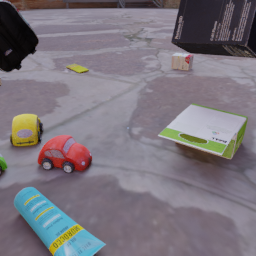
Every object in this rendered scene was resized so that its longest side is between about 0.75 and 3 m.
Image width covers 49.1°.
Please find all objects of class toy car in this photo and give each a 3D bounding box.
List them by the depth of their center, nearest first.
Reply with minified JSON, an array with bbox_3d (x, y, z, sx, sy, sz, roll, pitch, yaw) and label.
[{"bbox_3d":[-2.664,0.499,6.352,2.770,0.656,2.944,-24,36,-38],"label":"toy car"}]

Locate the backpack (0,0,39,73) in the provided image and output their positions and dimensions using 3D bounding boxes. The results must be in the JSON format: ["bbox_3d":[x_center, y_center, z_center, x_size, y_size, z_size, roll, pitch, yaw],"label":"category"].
[{"bbox_3d":[-2.607,-1.940,5.612,0.983,1.306,1.159,35,78,24],"label":"backpack"}]

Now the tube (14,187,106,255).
[{"bbox_3d":[-1.221,1.606,4.581,1.787,0.450,0.692,27,49,34],"label":"tube"}]

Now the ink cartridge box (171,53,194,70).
[{"bbox_3d":[2.578,-3.173,13.360,0.892,0.648,0.645,14,31,25],"label":"ink cartridge box"}]

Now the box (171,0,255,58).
[{"bbox_3d":[2.543,-3.175,7.369,2.106,2.313,1.204,18,8,39],"label":"box"}]

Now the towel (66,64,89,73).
[{"bbox_3d":[-2.406,-2.809,13.286,0.542,0.114,1.259,-27,38,-32],"label":"towel"}]

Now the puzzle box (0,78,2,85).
[{"bbox_3d":[-6.537,-1.877,11.254,2.466,0.314,1.641,17,33,29],"label":"puzzle box"}]

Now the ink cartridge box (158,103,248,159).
[{"bbox_3d":[1.804,0.232,6.757,1.510,0.774,2.043,18,34,29],"label":"ink cartridge box"}]
